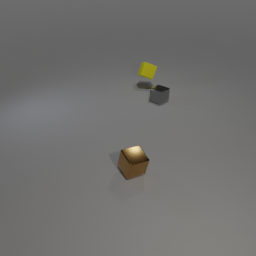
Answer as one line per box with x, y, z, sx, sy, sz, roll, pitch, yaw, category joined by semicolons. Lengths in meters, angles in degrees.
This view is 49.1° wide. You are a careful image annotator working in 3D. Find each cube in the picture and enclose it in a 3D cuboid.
1.532;-1.617;13.636;0.700;0.700;0.700;25;39;35;cube
0.163;1.097;8.985;0.700;0.700;0.700;-12;46;-27;cube
1.004;-2.998;14.647;0.700;0.700;0.700;17;8;-14;cube
